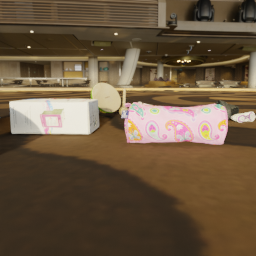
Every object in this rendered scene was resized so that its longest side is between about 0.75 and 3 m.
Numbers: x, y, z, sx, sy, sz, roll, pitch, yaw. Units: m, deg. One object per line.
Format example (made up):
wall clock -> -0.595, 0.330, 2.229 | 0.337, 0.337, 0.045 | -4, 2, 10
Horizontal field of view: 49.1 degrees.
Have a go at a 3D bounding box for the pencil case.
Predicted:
pencil case -> 0.959, -0.104, 5.906 | 2.121, 0.927, 0.927 | 2, 10, 6

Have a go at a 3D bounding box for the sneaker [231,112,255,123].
sneaker -> 3.859, -0.387, 9.368 | 0.910, 0.341, 0.453 | -4, 10, -25

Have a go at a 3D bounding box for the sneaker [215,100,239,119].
sneaker -> 3.533, -0.621, 9.902 | 0.835, 0.698, 1.839 | 8, 13, 11

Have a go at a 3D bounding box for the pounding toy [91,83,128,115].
pounding toy -> -0.838, -1.008, 10.842 | 1.605, 1.239, 0.745 | 8, -27, -34

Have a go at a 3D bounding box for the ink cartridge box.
ink cartridge box -> -1.868, -0.349, 7.544 | 2.015, 0.853, 1.456 | 2, 9, 3
